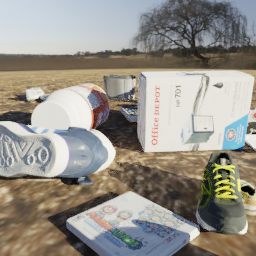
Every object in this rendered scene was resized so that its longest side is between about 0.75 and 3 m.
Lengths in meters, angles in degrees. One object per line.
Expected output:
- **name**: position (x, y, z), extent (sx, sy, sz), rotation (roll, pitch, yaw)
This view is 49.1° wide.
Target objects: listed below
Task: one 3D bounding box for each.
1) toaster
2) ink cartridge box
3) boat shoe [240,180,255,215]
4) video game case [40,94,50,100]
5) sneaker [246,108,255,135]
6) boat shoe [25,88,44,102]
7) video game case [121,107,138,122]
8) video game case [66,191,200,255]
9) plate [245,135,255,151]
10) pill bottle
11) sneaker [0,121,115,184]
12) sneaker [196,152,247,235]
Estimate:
- **toaster**: position (-0.407, -2.398, 16.460), extent (2.188, 1.413, 1.243), rotation (7, 18, 25)
- **ink cartridge box**: position (1.828, -0.507, 8.130), extent (2.949, 2.159, 1.266), rotation (-2, 19, -6)
- **boat shoe**: position (2.257, 1.207, 5.299), extent (0.400, 0.366, 1.071), rotation (3, 16, 10)
- **video game case**: position (-3.398, -1.941, 16.226), extent (2.645, 0.309, 2.405), rotation (-15, 14, -36)
- **sneaker**: position (4.644, -0.349, 9.658), extent (2.886, 1.163, 1.204), rotation (1, 10, 6)
- **boat shoe**: position (-5.545, -2.094, 16.502), extent (0.773, 0.673, 2.097), rotation (-16, 17, 5)
- **video game case**: position (0.929, -0.620, 11.970), extent (2.178, 0.280, 2.396), rotation (-2, 13, -9)
- **video game case**: position (0.058, 1.549, 4.390), extent (1.433, 0.187, 1.574), rotation (-14, 20, -41)
- **plate**: position (4.148, 0.483, 8.224), extent (1.367, 0.221, 1.370), rotation (2, 15, 2)
- **pill bottle**: position (-1.766, -0.482, 9.062), extent (1.651, 1.651, 2.944), rotation (4, 16, 14)
- **sneaker**: position (-1.752, 0.523, 6.628), extent (2.980, 1.200, 2.182), rotation (4, -1, 36)
- **sneaker**: position (1.592, 1.040, 4.925), extent (0.779, 0.885, 2.092), rotation (1, 15, 10)
